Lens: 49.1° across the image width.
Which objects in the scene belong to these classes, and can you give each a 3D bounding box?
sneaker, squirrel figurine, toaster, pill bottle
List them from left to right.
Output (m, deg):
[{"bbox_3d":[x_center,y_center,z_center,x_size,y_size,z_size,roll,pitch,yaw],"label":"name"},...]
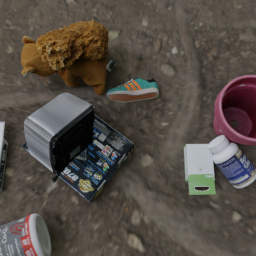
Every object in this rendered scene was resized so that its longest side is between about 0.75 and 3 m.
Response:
[{"bbox_3d":[-3.584,3.542,8.098,2.387,1.383,1.383,-20,75,-6],"label":"pill bottle"},{"bbox_3d":[-1.765,0.207,7.353,1.057,1.611,1.781,31,52,17],"label":"toaster"},{"bbox_3d":[-2.067,-2.419,8.982,2.773,2.971,2.103,2,79,-8],"label":"squirrel figurine"},{"bbox_3d":[0.151,-1.386,9.939,1.841,0.657,0.736,-5,66,-4],"label":"sneaker"},{"bbox_3d":[3.267,1.036,8.878,0.887,0.887,1.597,-40,94,-10],"label":"pill bottle"}]

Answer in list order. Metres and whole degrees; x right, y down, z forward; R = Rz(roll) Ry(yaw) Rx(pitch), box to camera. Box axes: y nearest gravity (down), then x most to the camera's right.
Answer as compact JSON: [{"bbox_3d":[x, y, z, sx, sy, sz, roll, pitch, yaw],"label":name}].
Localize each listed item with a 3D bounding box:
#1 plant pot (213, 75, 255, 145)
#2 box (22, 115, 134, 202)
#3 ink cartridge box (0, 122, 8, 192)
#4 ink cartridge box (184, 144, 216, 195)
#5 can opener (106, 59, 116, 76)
[{"bbox_3d":[3.663,-0.350,8.949,2.099,1.879,2.099,0,74,0],"label":"plant pot"},{"bbox_3d":[-1.612,0.636,9.293,2.914,0.670,2.316,36,77,9],"label":"box"},{"bbox_3d":[-5.250,0.919,9.296,2.287,0.501,2.308,2,76,0],"label":"ink cartridge box"},{"bbox_3d":[2.330,1.356,9.187,0.851,0.486,1.639,0,74,0],"label":"ink cartridge box"},{"bbox_3d":[-0.824,-2.115,10.255,0.274,0.344,1.028,39,78,10],"label":"can opener"}]
